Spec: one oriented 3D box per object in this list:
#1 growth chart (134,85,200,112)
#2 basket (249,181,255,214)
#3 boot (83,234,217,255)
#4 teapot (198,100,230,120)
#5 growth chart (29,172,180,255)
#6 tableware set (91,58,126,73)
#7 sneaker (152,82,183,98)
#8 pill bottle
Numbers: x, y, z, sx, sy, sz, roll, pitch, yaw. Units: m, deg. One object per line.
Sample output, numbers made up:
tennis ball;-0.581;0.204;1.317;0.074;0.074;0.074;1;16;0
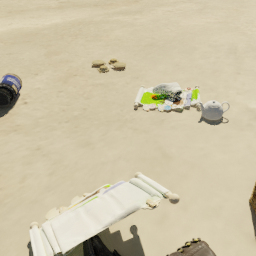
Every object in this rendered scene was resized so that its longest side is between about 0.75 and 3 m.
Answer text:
growth chart;1.437;-1.089;10.009;2.423;0.215;1.753;1;35;3
basket;3.383;1.459;4.928;1.574;1.643;2.205;-5;34;1
boot;0.499;2.348;4.616;2.018;0.802;2.318;-17;43;-30
teapot;2.758;-0.644;9.040;0.751;0.549;0.741;-27;43;-35
growth chart;-0.568;1.477;4.985;2.558;0.227;1.851;-25;13;-11
tableware set;-0.865;-2.858;12.615;1.527;0.177;1.276;-12;35;-16
sneaker;1.434;-1.315;9.998;1.032;0.380;0.596;-13;44;-9
pill bottle;-4.257;-1.332;9.863;0.751;0.751;1.342;-2;35;-3
